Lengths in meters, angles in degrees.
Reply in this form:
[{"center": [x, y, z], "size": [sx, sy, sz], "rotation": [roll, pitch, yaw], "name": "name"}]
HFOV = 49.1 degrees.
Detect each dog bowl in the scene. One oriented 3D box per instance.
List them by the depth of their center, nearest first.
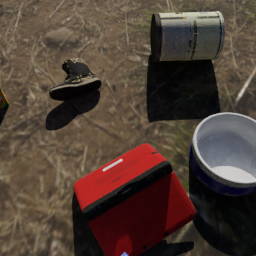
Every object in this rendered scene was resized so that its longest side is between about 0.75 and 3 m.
[{"center": [3.421, 0.835, 9.285], "size": [2.671, 1.052, 2.671], "rotation": [0, 55, 0], "name": "dog bowl"}]

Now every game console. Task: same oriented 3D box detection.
[{"center": [0.118, 2.175, 8.625], "size": [2.886, 1.713, 2.487], "rotation": [-28, 27, -11], "name": "game console"}]

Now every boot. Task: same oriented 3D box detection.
[{"center": [-2.361, -2.032, 11.508], "size": [2.151, 0.787, 1.620], "rotation": [-21, 58, -18], "name": "boot"}]

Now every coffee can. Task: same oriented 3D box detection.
[{"center": [2.453, -3.917, 12.087], "size": [2.769, 2.026, 2.026], "rotation": [-2, 54, -2], "name": "coffee can"}]

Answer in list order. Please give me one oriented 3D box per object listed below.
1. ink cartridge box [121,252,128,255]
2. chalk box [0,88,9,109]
[{"center": [-0.577, 3.884, 6.997], "size": [1.643, 0.772, 0.363], "rotation": [-43, 74, -9], "name": "ink cartridge box"}, {"center": [-5.772, -1.183, 10.702], "size": [1.833, 1.136, 1.144], "rotation": [-28, 60, -18], "name": "chalk box"}]
